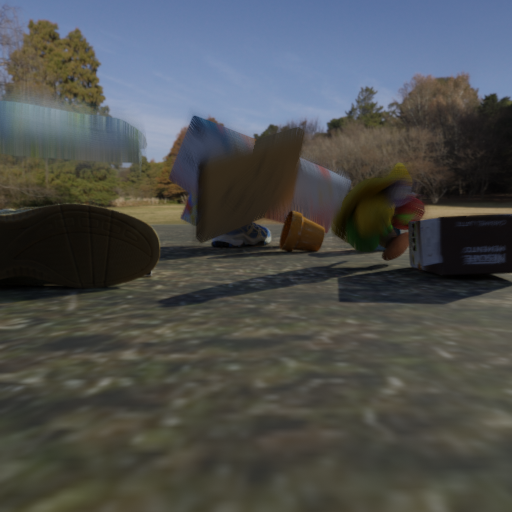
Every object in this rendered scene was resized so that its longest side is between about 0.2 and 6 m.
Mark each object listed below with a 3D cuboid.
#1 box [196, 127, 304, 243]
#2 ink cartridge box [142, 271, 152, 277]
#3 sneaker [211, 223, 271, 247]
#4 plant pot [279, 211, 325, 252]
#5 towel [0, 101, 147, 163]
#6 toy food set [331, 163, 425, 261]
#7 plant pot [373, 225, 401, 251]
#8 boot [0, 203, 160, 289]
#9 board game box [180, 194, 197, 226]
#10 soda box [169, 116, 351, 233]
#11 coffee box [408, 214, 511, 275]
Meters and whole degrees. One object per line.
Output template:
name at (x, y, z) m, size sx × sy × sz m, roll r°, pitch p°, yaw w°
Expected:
box at (-0.134, -1.488, 11.764) m, size 2.504 × 2.047 × 0.266 m, roll -24°, pitch 51°, yaw -31°
ink cartridge box at (-1.871, 0.131, 7.897) m, size 0.679 × 0.266 × 1.434 m, roll -1°, pitch 2°, yaw -15°
sneaker at (-0.303, -0.703, 14.689) m, size 0.891 × 0.907 × 2.354 m, roll 0°, pitch 3°, yaw 29°
plant pot at (1.044, -0.465, 12.432) m, size 0.824 × 0.900 × 0.900 m, roll 16°, pitch 2°, yaw -9°
towel at (-2.806, -1.815, 8.153) m, size 2.098 × 0.505 × 1.796 m, roll -1°, pitch 21°, yaw -28°
toy food set at (2.147, -0.537, 8.935) m, size 0.820 × 1.477 × 2.511 m, roll 49°, pitch 13°, yaw 23°
plant pot at (2.781, -0.535, 13.045) m, size 0.905 × 0.889 × 0.886 m, roll -5°, pitch 0°, yaw 35°
boot at (-2.576, -0.131, 6.906) m, size 2.610 × 0.950 × 2.029 m, roll -5°, pitch 5°, yaw -15°
board game box at (-1.081, -1.628, 14.864) m, size 0.983 × 1.909 × 1.001 m, roll 21°, pitch -3°, yaw 18°
soda box at (0.294, -1.853, 13.858) m, size 1.535 × 1.651 × 4.827 m, roll 33°, pitch 16°, yaw 37°
coffee box at (2.823, -0.164, 7.756) m, size 1.068 × 0.744 × 1.868 m, roll -2°, pitch 2°, yaw 5°
